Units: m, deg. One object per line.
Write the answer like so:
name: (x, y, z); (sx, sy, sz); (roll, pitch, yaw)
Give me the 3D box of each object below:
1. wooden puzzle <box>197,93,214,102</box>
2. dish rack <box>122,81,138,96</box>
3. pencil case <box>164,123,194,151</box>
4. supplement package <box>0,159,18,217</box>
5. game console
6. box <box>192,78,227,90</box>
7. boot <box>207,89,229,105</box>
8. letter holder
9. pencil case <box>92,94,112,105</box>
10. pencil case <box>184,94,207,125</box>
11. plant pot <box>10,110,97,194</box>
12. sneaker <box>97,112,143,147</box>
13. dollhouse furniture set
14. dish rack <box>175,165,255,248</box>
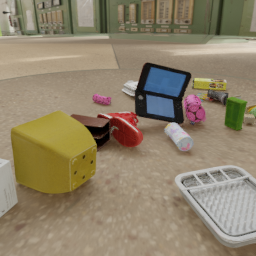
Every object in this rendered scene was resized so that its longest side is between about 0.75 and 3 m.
wooden puzzle: (3.836, -1.531, 13.924); (0.861, 0.102, 1.452); (10, 25, 22)
dish rack: (1.081, -2.203, 14.723); (2.529, 0.551, 2.171); (-9, 20, -17)
pencil case: (1.660, 0.272, 9.241); (0.571, 0.523, 1.259); (8, 21, -20)
supplement package: (-3.324, 1.424, 5.816); (1.137, 1.146, 1.510); (8, 25, 18)
game console: (1.350, -1.253, 10.425); (1.986, 1.179, 1.712); (9, 58, -16)
box: (4.514, -2.464, 15.630); (1.821, 0.456, 0.685); (4, 23, 11)
boot: (4.198, -1.476, 13.227); (0.978, 0.518, 1.486); (16, 15, 15)
letter holder: (-1.457, 0.142, 9.302); (1.479, 0.744, 1.051); (9, 27, 21)
pencil case: (-1.227, -1.370, 13.196); (0.933, 0.423, 0.437); (18, 60, 33)
pencil case: (2.713, -0.798, 11.400); (0.841, 0.815, 1.796); (27, 24, -2)
plant pot: (-1.699, 0.703, 7.093); (1.647, 1.600, 1.610); (20, 30, 27)
sneaker: (0.044, -0.155, 9.772); (1.386, 0.940, 2.399); (-18, 30, -32)
dollhouse furniture set: (5.018, -0.810, 11.000); (2.887, 1.115, 1.443); (-13, 27, -27)
dish rack: (2.252, 1.659, 6.129); (1.909, 0.484, 2.224); (-7, 24, -17)
